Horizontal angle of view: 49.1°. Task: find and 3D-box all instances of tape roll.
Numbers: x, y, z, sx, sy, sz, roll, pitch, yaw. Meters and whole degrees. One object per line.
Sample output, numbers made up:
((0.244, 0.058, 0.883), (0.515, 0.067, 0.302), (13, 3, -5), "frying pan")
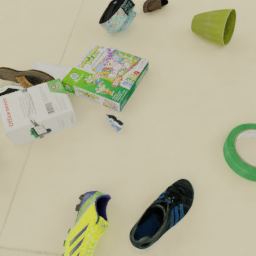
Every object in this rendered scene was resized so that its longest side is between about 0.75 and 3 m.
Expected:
((4.676, 0.862, 10.283), (2.222, 0.534, 2.222), (0, 55, 0), "tape roll")

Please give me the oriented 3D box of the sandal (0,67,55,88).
((-4.353, -1.970, 11.905), (2.868, 1.172, 0.783), (10, 71, 5), "sandal")

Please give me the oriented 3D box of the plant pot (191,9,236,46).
((4.125, -5.056, 13.829), (1.821, 1.704, 1.704), (20, 57, 30), "plant pot")

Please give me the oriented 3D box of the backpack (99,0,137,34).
((-0.562, -5.530, 13.958), (1.584, 1.343, 1.784), (6, 57, 50), "backpack")

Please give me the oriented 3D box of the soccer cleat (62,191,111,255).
((-1.149, 3.157, 8.409), (1.143, 0.884, 2.733), (-5, 51, 19), "soccer cleat")

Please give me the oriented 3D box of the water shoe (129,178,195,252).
((1.215, 2.589, 8.720), (1.037, 1.145, 2.902), (35, 62, 22), "water shoe")

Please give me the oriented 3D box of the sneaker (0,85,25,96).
((-5.225, -1.019, 11.497), (2.177, 0.795, 1.218), (-3, 59, 8), "sneaker")

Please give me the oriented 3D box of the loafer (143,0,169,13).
((1.532, -6.780, 15.303), (1.771, 0.647, 0.629), (-36, 42, -24), "loafer")

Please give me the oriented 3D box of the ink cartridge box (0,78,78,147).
((-3.540, -0.636, 10.962), (2.568, 1.083, 1.876), (-20, 58, -13), "ink cartridge box")

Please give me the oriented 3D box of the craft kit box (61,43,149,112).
((-0.943, -2.360, 12.451), (2.859, 0.702, 2.895), (20, 58, 16), "craft kit box")

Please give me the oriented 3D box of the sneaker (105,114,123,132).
((-0.606, -0.222, 11.103), (0.400, 0.407, 1.056), (2, 27, -37), "sneaker")

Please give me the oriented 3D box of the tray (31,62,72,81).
((-3.551, -2.514, 12.800), (1.854, 0.206, 0.995), (10, 55, 7), "tray")
